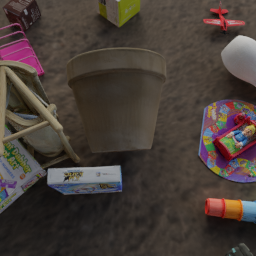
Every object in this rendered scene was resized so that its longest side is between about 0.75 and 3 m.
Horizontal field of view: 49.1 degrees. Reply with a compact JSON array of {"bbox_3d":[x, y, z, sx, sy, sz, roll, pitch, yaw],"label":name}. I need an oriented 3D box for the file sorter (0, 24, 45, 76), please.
[{"bbox_3d":[-3.607,-2.394,9.030,1.092,0.985,1.571,-26,68,-12],"label":"file sorter"}]

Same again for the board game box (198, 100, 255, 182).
[{"bbox_3d":[3.220,0.197,8.102,2.091,0.515,2.646,12,66,5],"label":"board game box"}]

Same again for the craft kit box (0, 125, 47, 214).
[{"bbox_3d":[-4.010,1.150,7.534,2.575,0.632,2.607,-42,70,-16],"label":"craft kit box"}]

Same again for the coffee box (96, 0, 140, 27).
[{"bbox_3d":[-0.345,-4.575,9.919,1.167,1.180,1.178,39,71,16],"label":"coffee box"}]

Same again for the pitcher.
[{"bbox_3d":[4.058,-2.094,8.842,1.627,1.150,1.897,-38,80,-15],"label":"pitcher"}]

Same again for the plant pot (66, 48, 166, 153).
[{"bbox_3d":[-0.233,-0.544,7.434,2.683,2.683,2.328,-4,84,-2],"label":"plant pot"}]

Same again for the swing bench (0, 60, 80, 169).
[{"bbox_3d":[-2.545,-0.194,7.246,1.564,2.398,2.411,-23,68,-10],"label":"swing bench"}]

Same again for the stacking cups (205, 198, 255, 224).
[{"bbox_3d":[3.081,2.088,7.179,2.108,0.638,0.638,8,66,4],"label":"stacking cups"}]

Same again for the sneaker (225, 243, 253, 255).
[{"bbox_3d":[2.914,3.616,6.571,0.655,0.623,1.652,-28,61,2],"label":"sneaker"}]

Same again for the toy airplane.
[{"bbox_3d":[3.382,-3.947,10.129,1.515,0.279,1.515,2,65,-4],"label":"toy airplane"}]

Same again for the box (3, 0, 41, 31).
[{"bbox_3d":[-3.737,-4.118,9.942,0.752,0.760,0.916,28,68,12],"label":"box"}]

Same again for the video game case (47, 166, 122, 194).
[{"bbox_3d":[-0.956,1.321,6.889,1.601,1.767,0.401,-3,71,-1],"label":"video game case"}]
